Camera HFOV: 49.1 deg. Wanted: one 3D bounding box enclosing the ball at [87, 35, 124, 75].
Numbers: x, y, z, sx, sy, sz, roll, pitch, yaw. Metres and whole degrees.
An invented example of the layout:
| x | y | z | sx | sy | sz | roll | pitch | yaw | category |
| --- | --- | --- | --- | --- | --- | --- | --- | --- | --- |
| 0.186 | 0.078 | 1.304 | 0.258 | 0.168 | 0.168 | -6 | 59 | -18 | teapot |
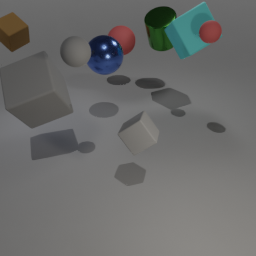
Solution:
| x | y | z | sx | sy | sz | roll | pitch | yaw | category |
| --- | --- | --- | --- | --- | --- | --- | --- | --- | --- |
| -0.861 | -2.633 | 10.146 | 1.400 | 1.400 | 1.400 | 0 | 31 | 0 | ball |

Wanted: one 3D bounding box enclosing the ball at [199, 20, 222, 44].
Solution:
| x | y | z | sx | sy | sz | roll | pitch | yaw | category |
| --- | --- | --- | --- | --- | --- | --- | --- | --- | --- |
| 2.623 | -3.059 | 8.930 | 0.700 | 0.700 | 0.700 | 0 | 31 | 0 | ball |

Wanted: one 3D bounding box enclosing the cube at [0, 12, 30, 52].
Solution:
| x | y | z | sx | sy | sz | roll | pitch | yaw | category |
| --- | --- | --- | --- | --- | --- | --- | --- | --- | --- |
| -3.467 | -2.866 | 8.390 | 0.700 | 0.700 | 0.700 | 42 | 60 | 8 | cube |

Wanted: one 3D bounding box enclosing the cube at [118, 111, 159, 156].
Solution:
| x | y | z | sx | sy | sz | roll | pitch | yaw | category |
| --- | --- | --- | --- | --- | --- | --- | --- | --- | --- |
| 0.277 | 0.120 | 6.947 | 0.700 | 0.700 | 0.700 | -32 | 13 | 22 | cube |

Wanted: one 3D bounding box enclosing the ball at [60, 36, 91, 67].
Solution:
| x | y | z | sx | sy | sz | roll | pitch | yaw | category |
| --- | --- | --- | --- | --- | --- | --- | --- | --- | --- |
| -1.204 | -1.751 | 6.443 | 0.700 | 0.700 | 0.700 | 0 | 31 | 0 | ball |

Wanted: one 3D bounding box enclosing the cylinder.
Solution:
| x | y | z | sx | sy | sz | roll | pitch | yaw | category |
| --- | --- | --- | --- | --- | --- | --- | --- | --- | --- |
| 1.528 | -4.454 | 12.639 | 1.400 | 1.400 | 1.400 | -6 | 60 | 11 | cylinder |

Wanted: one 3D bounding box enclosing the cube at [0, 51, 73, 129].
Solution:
| x | y | z | sx | sy | sz | roll | pitch | yaw | category |
| --- | --- | --- | --- | --- | --- | --- | --- | --- | --- |
| -2.588 | -1.049 | 8.031 | 1.400 | 1.400 | 1.400 | -21 | 66 | 2 | cube |

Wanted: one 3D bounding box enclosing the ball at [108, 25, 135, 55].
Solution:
| x | y | z | sx | sy | sz | roll | pitch | yaw | category |
| --- | --- | --- | --- | --- | --- | --- | --- | --- | --- |
| -0.333 | -4.279 | 13.719 | 1.400 | 1.400 | 1.400 | 0 | 31 | 0 | ball |

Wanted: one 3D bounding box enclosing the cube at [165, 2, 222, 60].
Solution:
| x | y | z | sx | sy | sz | roll | pitch | yaw | category |
| --- | --- | --- | --- | --- | --- | --- | --- | --- | --- |
| 2.444 | -3.636 | 10.694 | 1.400 | 1.400 | 1.400 | -31 | 8 | 0 | cube |
